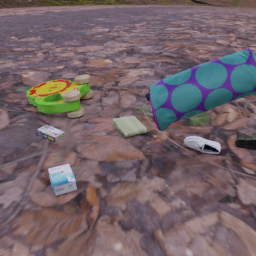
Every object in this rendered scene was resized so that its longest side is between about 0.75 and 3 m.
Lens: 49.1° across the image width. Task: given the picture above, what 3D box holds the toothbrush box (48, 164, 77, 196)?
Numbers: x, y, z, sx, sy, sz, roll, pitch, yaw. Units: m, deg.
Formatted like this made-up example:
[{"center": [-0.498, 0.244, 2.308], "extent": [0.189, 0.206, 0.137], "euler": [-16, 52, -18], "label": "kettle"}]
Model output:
[{"center": [-1.706, 1.330, 7.287], "extent": [0.571, 0.332, 0.780], "euler": [-11, 30, -20], "label": "toothbrush box"}]

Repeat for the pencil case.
[{"center": [1.720, -0.853, 6.435], "extent": [2.556, 1.181, 1.088], "euler": [-20, 53, 5], "label": "pencil case"}]

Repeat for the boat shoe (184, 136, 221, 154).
[{"center": [2.273, 0.537, 8.607], "extent": [1.127, 0.415, 0.368], "euler": [7, 27, 15], "label": "boat shoe"}]

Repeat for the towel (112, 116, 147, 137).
[{"center": [0.034, -0.088, 9.894], "extent": [0.939, 0.231, 1.266], "euler": [-13, 32, -20], "label": "towel"}]

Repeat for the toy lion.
[{"center": [-2.976, -1.378, 11.665], "extent": [2.724, 0.976, 2.842], "euler": [-4, 29, 7], "label": "toy lion"}]

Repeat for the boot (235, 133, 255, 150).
[{"center": [3.977, 0.377, 8.964], "extent": [0.998, 0.387, 0.691], "euler": [11, 26, 17], "label": "boot"}]

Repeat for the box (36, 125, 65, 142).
[{"center": [-2.644, 0.167, 9.516], "extent": [0.899, 0.156, 0.494], "euler": [19, 35, 30], "label": "box"}]
